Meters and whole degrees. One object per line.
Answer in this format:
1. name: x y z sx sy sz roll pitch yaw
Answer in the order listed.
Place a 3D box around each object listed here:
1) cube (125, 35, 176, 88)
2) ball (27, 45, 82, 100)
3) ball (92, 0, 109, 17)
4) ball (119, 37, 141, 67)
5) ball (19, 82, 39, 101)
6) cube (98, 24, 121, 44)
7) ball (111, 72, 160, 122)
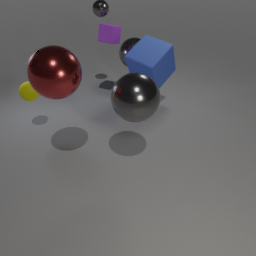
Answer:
1. cube: 0.942 -2.643 11.404 1.400 1.400 1.400 31 70 29
2. ball: -1.916 -1.449 7.372 1.400 1.400 1.400 0 33 0
3. ball: -1.153 -5.054 11.850 0.700 0.700 0.700 0 33 0
4. ball: 0.287 -3.452 12.942 1.400 1.400 1.400 0 33 0
5. ball: -3.518 -1.305 9.998 0.700 0.700 0.700 0 33 0
6. cube: -0.769 -3.941 11.717 0.700 0.700 0.700 18 25 22
7. ball: 0.209 -0.855 7.872 1.400 1.400 1.400 0 33 0
